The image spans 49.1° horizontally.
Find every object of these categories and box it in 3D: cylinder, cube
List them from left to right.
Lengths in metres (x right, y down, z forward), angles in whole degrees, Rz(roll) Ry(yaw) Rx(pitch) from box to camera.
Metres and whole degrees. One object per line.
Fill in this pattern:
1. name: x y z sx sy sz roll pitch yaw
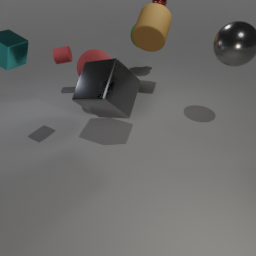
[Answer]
1. cube: -3.106 -2.025 7.246 0.700 0.700 0.700 31 37 11
2. cylinder: -2.914 -3.250 12.492 0.700 0.700 0.700 -9 32 4
3. cube: -0.671 -1.226 9.037 1.400 1.400 1.400 4 71 38
4. cylinder: 1.015 -4.186 11.723 1.400 1.400 1.400 10 63 16

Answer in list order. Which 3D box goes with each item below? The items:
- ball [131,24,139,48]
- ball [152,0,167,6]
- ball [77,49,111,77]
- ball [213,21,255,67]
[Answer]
1. ball: 0.832 -4.826 14.532 1.400 1.400 1.400 0 32 0
2. ball: 1.506 -6.048 13.366 0.700 0.700 0.700 0 32 0
3. ball: -1.267 -2.321 10.814 1.400 1.400 1.400 0 32 0
4. ball: 3.471 -2.688 9.006 1.400 1.400 1.400 0 32 0
